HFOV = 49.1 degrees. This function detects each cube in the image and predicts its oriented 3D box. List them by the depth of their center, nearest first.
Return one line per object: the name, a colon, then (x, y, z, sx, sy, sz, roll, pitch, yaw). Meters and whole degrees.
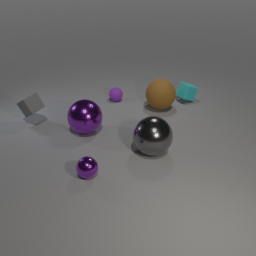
cube: (-4.055, -0.964, 11.695, 0.700, 0.700, 0.700, -15, 22, 46)
cube: (2.938, -1.823, 13.979, 0.700, 0.700, 0.700, 6, 23, -35)

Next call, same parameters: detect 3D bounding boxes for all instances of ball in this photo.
ball: (-1.291, 1.247, 8.862, 0.700, 0.700, 0.700, 0, 29, 0)
ball: (0.874, 0.283, 9.852, 1.400, 1.400, 1.400, 0, 29, 0)
ball: (-1.718, -0.445, 11.198, 1.400, 1.400, 1.400, 0, 29, 0)
ball: (1.526, -1.582, 13.060, 1.400, 1.400, 1.400, 0, 29, 0)
ball: (-0.610, -1.697, 14.106, 0.700, 0.700, 0.700, 0, 29, 0)
